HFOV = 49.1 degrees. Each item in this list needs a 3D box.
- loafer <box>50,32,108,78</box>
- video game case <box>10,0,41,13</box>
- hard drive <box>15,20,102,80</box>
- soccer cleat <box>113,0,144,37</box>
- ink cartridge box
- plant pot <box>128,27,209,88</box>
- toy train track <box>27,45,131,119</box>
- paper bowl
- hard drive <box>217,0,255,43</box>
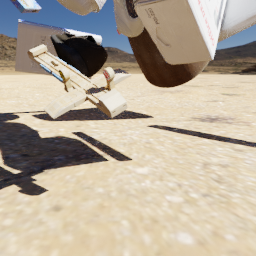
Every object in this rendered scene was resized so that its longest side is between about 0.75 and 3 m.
[{"bbox_3d":[-1.197,-1.841,7.002,0.967,0.989,2.711,-25,36,-13],"label":"loafer"},{"bbox_3d":[-3.738,-4.541,9.755,0.260,1.144,1.037,-37,9,27],"label":"video game case"},{"bbox_3d":[-2.437,-2.601,9.752,2.689,1.774,0.341,4,41,-23],"label":"hard drive"},{"bbox_3d":[-0.124,-2.911,5.472,0.773,2.232,0.866,-19,0,-26],"label":"soccer cleat"},{"bbox_3d":[0.998,-2.312,4.597,0.869,2.050,1.493,5,-23,35],"label":"ink cartridge box"},{"bbox_3d":[1.034,-3.167,8.991,2.656,2.656,2.842,10,-20,36],"label":"plant pot"},{"bbox_3d":[-0.877,-0.866,4.127,1.335,0.379,2.328,-34,48,-26],"label":"toy train track"},{"bbox_3d":[-1.488,-3.891,7.908,1.741,0.905,1.741,30,0,0],"label":"paper bowl"},{"bbox_3d":[1.958,-2.351,5.183,0.298,1.474,2.235,28,-30,-33],"label":"hard drive"}]
